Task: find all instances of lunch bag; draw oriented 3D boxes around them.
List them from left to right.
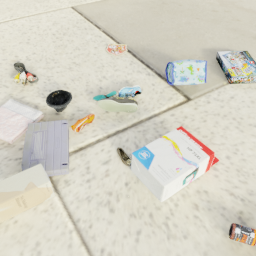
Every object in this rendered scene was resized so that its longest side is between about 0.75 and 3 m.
[{"bbox_3d":[2.378,-2.339,11.726,1.452,1.088,1.708,-2,18,-2],"label":"lunch bag"}]

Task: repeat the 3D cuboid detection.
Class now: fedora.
[{"bbox_3d":[-2.603,-0.976,10.723,1.096,0.501,1.096,0,45,0],"label":"fedora"}]

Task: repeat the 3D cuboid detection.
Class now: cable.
[{"bbox_3d":[-4.509,-2.471,12.229,0.998,0.517,2.054,-14,46,-14],"label":"cable"}]

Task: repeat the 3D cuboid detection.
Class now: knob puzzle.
[{"bbox_3d":[-0.578,-3.946,13.981,1.221,0.169,1.221,0,45,0],"label":"knob puzzle"}]

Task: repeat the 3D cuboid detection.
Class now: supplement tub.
[{"bbox_3d":[2.984,2.701,7.049,0.786,0.420,0.420,13,46,13],"label":"supplement tub"}]

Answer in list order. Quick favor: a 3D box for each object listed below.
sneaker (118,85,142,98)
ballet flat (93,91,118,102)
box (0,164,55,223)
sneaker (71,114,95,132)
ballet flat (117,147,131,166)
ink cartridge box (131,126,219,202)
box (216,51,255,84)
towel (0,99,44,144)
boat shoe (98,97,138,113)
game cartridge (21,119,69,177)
[{"bbox_3d":[0.095,-1.426,11.271,1.011,0.396,0.455,-18,53,-15],"label":"sneaker"},{"bbox_3d":[-0.879,-1.161,11.035,1.043,0.334,0.395,-17,52,-14],"label":"ballet flat"},{"bbox_3d":[-3.049,1.816,7.630,1.855,0.881,0.721,-24,51,-21],"label":"box"},{"bbox_3d":[-1.616,-0.249,10.089,0.397,0.376,1.030,28,49,32],"label":"sneaker"},{"bbox_3d":[-0.122,0.903,9.031,0.284,0.195,0.843,-21,48,-20],"label":"ballet flat"},{"bbox_3d":[1.526,0.910,8.544,2.546,0.856,1.479,-27,51,-26],"label":"ink cartridge box"},{"bbox_3d":[4.998,-2.765,12.609,1.449,0.400,2.122,-2,45,-2],"label":"box"},{"bbox_3d":[-4.276,-0.315,10.212,1.777,0.286,1.698,22,49,22],"label":"towel"},{"bbox_3d":[-0.375,-0.917,10.672,1.505,0.536,0.453,7,43,-3],"label":"boat shoe"},{"bbox_3d":[-2.667,0.641,9.186,1.451,0.430,2.238,-9,45,-3],"label":"game cartridge"}]
